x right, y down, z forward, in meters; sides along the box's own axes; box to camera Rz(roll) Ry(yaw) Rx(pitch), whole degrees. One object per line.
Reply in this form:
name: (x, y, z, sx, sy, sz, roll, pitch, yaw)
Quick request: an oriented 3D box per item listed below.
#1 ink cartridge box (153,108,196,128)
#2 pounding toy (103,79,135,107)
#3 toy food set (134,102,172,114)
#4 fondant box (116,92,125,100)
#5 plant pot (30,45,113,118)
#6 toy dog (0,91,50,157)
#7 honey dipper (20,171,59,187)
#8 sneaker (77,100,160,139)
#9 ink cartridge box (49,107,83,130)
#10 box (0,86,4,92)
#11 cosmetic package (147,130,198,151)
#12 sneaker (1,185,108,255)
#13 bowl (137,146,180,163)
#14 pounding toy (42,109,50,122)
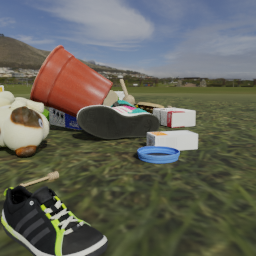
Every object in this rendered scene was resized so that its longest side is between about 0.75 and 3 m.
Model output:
ink cartridge box: (2.026, -0.494, 12.556, 1.232, 0.695, 1.678, -4, 10, -24)
pounding toy: (-0.771, -0.833, 12.936, 2.451, 1.137, 1.892, -33, 41, 9)
toy food set: (1.312, -1.084, 16.081, 2.610, 0.524, 1.802, 10, 0, 18)
fondant box: (-1.019, -1.379, 15.922, 1.900, 1.371, 0.553, 3, 10, 16)
plant pot: (-1.889, -1.383, 10.018, 2.231, 2.294, 2.294, 28, 8, -5)
toy dog: (-3.148, -0.111, 7.522, 2.312, 1.613, 2.242, 10, 10, 33)
honey dipper: (-1.668, 0.981, 5.273, 0.148, 0.148, 0.779, 8, 14, 42)
sneaker: (-0.553, -0.382, 9.886, 2.949, 1.233, 1.780, 6, 10, -29)
ink cartridge box: (-2.561, -0.601, 11.968, 2.346, 1.103, 0.519, 10, 13, 44)
box: (-6.567, -1.014, 12.255, 2.560, 1.440, 1.297, -4, 2, 41)
cosmetic package: (1.259, 0.367, 8.014, 1.319, 0.470, 0.669, -2, 9, -18)
sneaker: (-0.966, 1.039, 3.238, 1.612, 0.668, 0.578, 5, 11, 31)
bowl: (0.755, 0.663, 7.015, 1.051, 0.206, 1.051, 0, 9, 0)
pounding toy: (-4.906, -0.893, 13.731, 2.414, 1.120, 1.863, 1, 9, 3)
